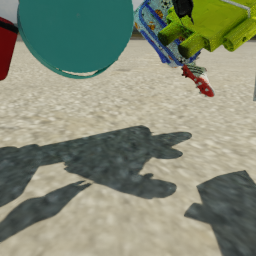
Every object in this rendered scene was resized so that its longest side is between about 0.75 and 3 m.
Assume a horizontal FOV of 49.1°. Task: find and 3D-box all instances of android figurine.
[{"bbox_3d":[2.211,-2.925,7.317,2.797,0.574,2.546,-39,50,-8],"label":"android figurine"}]

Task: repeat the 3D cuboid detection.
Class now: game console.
[{"bbox_3d":[-3.386,-1.934,5.598,2.008,1.731,1.192,15,-10,-32],"label":"game console"}]

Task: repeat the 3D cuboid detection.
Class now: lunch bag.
[{"bbox_3d":[1.443,-3.151,8.772,1.994,2.488,0.940,-50,19,-9],"label":"lunch bag"}]

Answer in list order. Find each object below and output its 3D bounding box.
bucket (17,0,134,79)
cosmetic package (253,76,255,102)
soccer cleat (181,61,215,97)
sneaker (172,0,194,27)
[{"bbox_3d":[-1.238,-2.624,6.843,2.889,2.889,1.880,-4,16,-10],"label":"bucket"},{"bbox_3d":[3.429,-1.004,5.653,0.688,0.945,1.858,7,-2,-16],"label":"cosmetic package"},{"bbox_3d":[2.009,-1.370,7.658,0.586,0.472,1.376,-28,51,-9],"label":"soccer cleat"},{"bbox_3d":[1.207,-2.964,6.255,0.496,0.861,1.651,-19,-7,10],"label":"sneaker"}]
